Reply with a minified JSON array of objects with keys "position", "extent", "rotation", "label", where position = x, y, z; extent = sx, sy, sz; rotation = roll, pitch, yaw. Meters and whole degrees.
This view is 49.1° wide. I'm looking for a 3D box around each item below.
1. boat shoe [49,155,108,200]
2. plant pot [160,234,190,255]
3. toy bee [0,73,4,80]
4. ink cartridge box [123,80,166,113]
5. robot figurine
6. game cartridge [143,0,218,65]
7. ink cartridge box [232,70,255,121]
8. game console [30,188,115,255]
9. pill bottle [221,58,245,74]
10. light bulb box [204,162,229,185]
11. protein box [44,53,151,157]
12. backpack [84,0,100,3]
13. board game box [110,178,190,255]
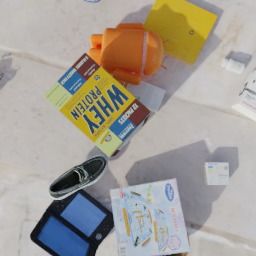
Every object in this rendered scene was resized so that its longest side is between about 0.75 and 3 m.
[{"position":[-1.540,1.581,9.034],"extent":[2.181,0.773,0.786],"rotation":[-35,77,-19],"label":"boat shoe"},{"position":[1.193,3.797,9.400],"extent":[1.673,0.772,1.673],"rotation":[-1,79,6],"label":"plant pot"},{"position":[-5.388,-1.488,9.856],"extent":[1.134,0.941,1.732],"rotation":[13,72,46],"label":"toy bee"},{"position":[0.516,-1.228,10.113],"extent":[1.526,0.384,0.831],"rotation":[23,85,3],"label":"ink cartridge box"},{"position":[0.037,-2.578,9.647],"extent":[2.710,1.949,1.580],"rotation":[3,128,0],"label":"robot figurine"},{"position":[1.820,-3.714,10.373],"extent":[2.327,0.378,2.052],"rotation":[27,85,5],"label":"game cartridge"},{"position":[4.600,-1.154,9.974],"extent":[1.081,0.630,1.493],"rotation":[31,86,3],"label":"ink cartridge box"},{"position":[-1.608,3.188,9.004],"extent":[2.233,1.321,1.906],"rotation":[41,82,-9],"label":"game console"},{"position":[3.795,-2.274,10.177],"extent":[0.760,0.434,0.434],"rotation":[20,85,2],"label":"pill bottle"},{"position":[3.089,1.583,9.797],"extent":[0.764,0.481,0.770],"rotation":[0,84,0],"label":"light bulb box"},{"position":[-0.846,-0.542,8.933],"extent":[2.555,2.574,1.736],"rotation":[42,86,4],"label":"protein box"},{"position":[-1.339,-5.194,10.176],"extent":[1.251,0.964,1.191],"rotation":[14,74,4],"label":"backpack"},{"position":[0.670,2.911,8.997],"extent":[2.225,0.459,2.231],"rotation":[-11,74,8],"label":"board game box"}]
